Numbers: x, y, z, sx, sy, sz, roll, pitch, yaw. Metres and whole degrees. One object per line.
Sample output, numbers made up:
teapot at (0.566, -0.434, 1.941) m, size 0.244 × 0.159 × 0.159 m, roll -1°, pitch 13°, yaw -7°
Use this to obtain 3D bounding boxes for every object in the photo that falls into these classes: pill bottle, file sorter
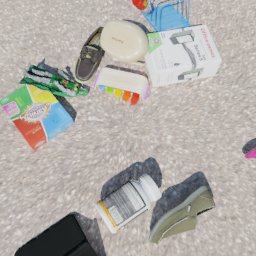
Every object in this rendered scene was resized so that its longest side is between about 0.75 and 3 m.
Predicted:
pill bottle at (0.030, 2.579, 9.797) m, size 2.119 × 1.233 × 1.233 m, roll -31°, pitch 70°, yaw -13°
file sorter at (1.700, -5.631, 12.945) m, size 1.551 × 1.371 × 2.235 m, roll -19°, pitch 50°, yaw -8°

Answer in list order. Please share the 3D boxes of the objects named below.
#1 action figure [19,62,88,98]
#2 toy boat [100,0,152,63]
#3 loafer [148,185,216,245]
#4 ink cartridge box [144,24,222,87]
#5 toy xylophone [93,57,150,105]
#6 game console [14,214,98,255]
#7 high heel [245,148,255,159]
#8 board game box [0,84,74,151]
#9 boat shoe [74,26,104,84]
action figure at (-2.969, -1.922, 11.767) m, size 2.678 × 0.732 × 1.582 m, roll 19°, pitch 43°, yaw -13°
toy boat at (0.160, -4.132, 11.790) m, size 2.275 × 1.258 × 2.706 m, roll 33°, pitch 110°, yaw 18°
loafer at (1.936, 3.118, 9.651) m, size 2.838 × 1.067 × 0.989 m, roll -35°, pitch 67°, yaw -14°
ink cartridge box at (2.291, -3.173, 12.272) m, size 2.874 × 1.207 × 2.091 m, roll -12°, pitch 67°, yaw -5°
toy xylophone at (-0.193, -2.098, 12.136) m, size 2.458 × 0.618 × 1.800 m, roll 21°, pitch 67°, yaw 9°
game console at (-2.286, 4.594, 9.478) m, size 2.408 × 1.401 × 2.118 m, roll -33°, pitch 101°, yaw -13°
high heel at (5.393, 1.100, 10.799) m, size 1.716 × 0.578 × 0.823 m, roll -10°, pitch 56°, yaw -18°
board game box at (-3.785, -0.645, 11.566) m, size 1.976 × 0.521 × 2.582 m, roll -37°, pitch 72°, yaw -15°
boat shoe at (-1.686, -3.328, 12.467) m, size 1.038 × 0.919 × 2.835 m, roll 16°, pitch 69°, yaw -1°
